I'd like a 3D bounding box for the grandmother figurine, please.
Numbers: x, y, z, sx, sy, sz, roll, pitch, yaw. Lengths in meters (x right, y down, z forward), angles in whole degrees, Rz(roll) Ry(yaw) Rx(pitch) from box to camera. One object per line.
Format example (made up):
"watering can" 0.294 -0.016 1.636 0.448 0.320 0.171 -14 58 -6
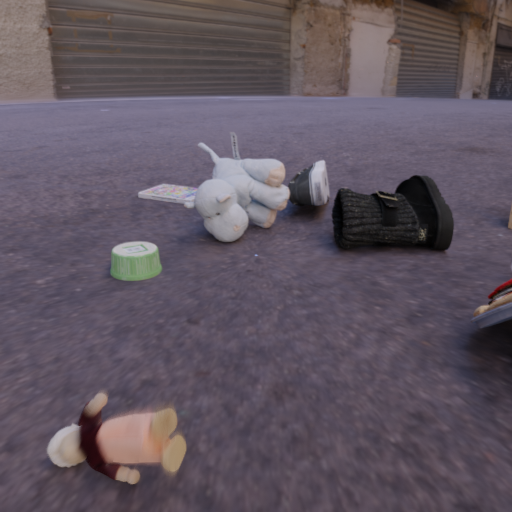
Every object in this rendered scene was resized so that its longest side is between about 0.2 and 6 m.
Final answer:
"grandmother figurine" -1.297 1.625 4.911 1.382 0.838 0.418 -18 -7 29

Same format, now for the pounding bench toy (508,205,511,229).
"pounding bench toy" 6.133 -1.258 11.850 1.121 1.437 0.893 14 24 35

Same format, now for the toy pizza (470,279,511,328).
"toy pizza" 4.095 0.166 6.783 3.114 0.493 3.114 -16 -15 -5

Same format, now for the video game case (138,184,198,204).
"video game case" -2.092 -1.636 14.753 1.643 0.148 1.176 10 22 25

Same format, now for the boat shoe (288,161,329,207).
"boat shoe" 1.301 -1.745 13.604 0.828 1.004 2.925 -6 10 11

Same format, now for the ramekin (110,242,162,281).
"ramekin" -2.086 0.070 9.686 0.878 0.429 0.878 0 20 0

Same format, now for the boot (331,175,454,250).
"boot" 2.629 -0.977 11.559 2.174 1.094 2.908 1 21 3

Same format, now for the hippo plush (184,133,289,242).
"hippo plush" -0.378 -1.265 11.301 1.717 2.155 1.733 -13 22 28

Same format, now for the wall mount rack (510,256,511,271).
"wall mount rack" 5.181 0.037 9.487 1.486 0.638 1.710 11 24 28
